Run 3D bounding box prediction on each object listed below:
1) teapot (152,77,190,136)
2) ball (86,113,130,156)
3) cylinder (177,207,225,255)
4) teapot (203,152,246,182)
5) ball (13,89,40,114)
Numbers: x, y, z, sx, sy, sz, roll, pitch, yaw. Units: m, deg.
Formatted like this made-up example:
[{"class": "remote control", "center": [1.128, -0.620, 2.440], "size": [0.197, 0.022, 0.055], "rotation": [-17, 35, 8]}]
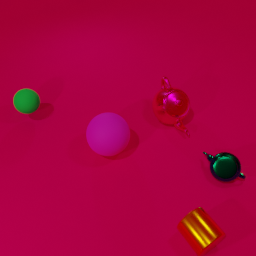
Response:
[{"class": "teapot", "center": [1.316, -0.607, 8.032], "size": [1.117, 0.880, 1.797], "rotation": [-21, 92, -15]}, {"class": "ball", "center": [-0.514, 0.165, 7.303], "size": [1.136, 1.136, 1.136], "rotation": [0, 49, 0]}, {"class": "cylinder", "center": [1.514, 2.155, 5.844], "size": [0.717, 0.717, 0.717], "rotation": [-26, 53, -21]}, {"class": "teapot", "center": [2.388, 0.930, 6.992], "size": [1.189, 0.739, 0.582], "rotation": [31, 11, 15]}, {"class": "ball", "center": [-2.917, -0.770, 8.081], "size": [0.725, 0.725, 0.725], "rotation": [0, 49, 0]}]
